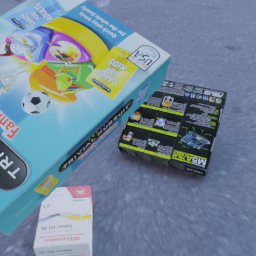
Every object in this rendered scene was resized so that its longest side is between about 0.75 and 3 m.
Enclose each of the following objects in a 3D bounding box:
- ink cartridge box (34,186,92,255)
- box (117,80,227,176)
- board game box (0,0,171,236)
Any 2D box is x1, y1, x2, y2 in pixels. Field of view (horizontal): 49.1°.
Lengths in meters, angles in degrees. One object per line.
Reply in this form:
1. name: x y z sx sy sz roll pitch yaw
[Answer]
1. ink cartridge box: -1.209 1.977 5.453 1.000 0.580 1.718 -4 38 -5
2. box: 1.194 -0.146 7.459 2.374 0.564 2.293 14 70 17
3. board game box: -1.147 -0.512 3.566 2.118 0.658 2.806 37 65 16
